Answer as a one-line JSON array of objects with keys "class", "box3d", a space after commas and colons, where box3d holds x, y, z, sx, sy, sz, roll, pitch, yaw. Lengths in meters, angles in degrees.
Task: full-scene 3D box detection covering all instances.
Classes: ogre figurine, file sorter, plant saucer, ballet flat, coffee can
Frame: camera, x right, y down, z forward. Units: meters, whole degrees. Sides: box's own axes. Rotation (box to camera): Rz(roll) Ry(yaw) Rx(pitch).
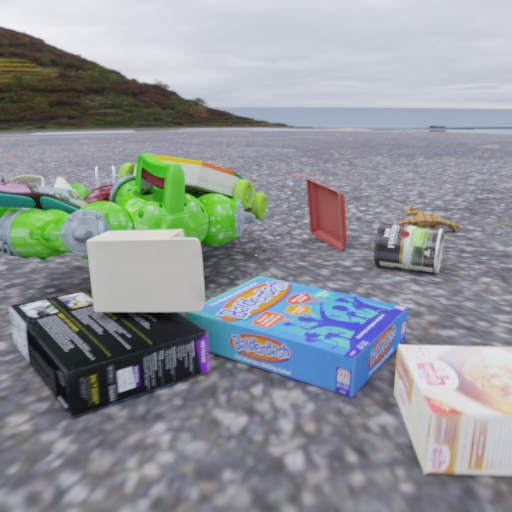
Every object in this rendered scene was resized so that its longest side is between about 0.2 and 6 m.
[{"class": "ogre figurine", "box3d": [-1.977, -0.553, 8.951, 4.258, 2.089, 2.553, 16, -4, -41]}, {"class": "file sorter", "box3d": [-3.320, -1.782, 14.870, 1.883, 1.173, 1.307, -5, 17, -14]}, {"class": "plant saucer", "box3d": [1.469, -0.872, 11.432, 0.232, 1.263, 1.261, -16, 26, -20]}, {"class": "ballet flat", "box3d": [-3.169, -0.919, 8.315, 1.631, 0.564, 0.580, 10, 60, -5]}, {"class": "coffee can", "box3d": [2.719, -0.143, 9.955, 1.083, 0.792, 0.792, 7, 18, 22]}]

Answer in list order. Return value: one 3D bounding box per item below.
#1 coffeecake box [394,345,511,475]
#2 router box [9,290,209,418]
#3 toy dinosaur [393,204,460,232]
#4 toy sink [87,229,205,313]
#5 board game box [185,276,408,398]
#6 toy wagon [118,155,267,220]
[{"class": "coffeecake box", "box3d": [2.252, 1.370, 5.154, 1.693, 0.618, 1.299, 1, 16, 2]}, {"class": "router box", "box3d": [-1.792, 0.966, 6.623, 1.616, 0.553, 2.167, -12, 20, -34]}, {"class": "toy dinosaur", "box3d": [3.661, -0.808, 12.672, 1.843, 0.557, 0.979, -2, 18, -7]}, {"class": "toy sink", "box3d": [-1.192, 0.153, 6.572, 1.309, 0.853, 0.733, -2, 12, 9]}, {"class": "board game box", "box3d": [0.519, 0.881, 6.999, 2.251, 0.506, 1.712, 10, 19, 31]}, {"class": "toy wagon", "box3d": [-1.054, -1.237, 11.060, 2.493, 0.636, 3.213, 11, -3, 16]}]
